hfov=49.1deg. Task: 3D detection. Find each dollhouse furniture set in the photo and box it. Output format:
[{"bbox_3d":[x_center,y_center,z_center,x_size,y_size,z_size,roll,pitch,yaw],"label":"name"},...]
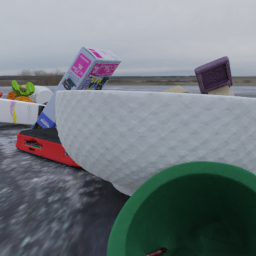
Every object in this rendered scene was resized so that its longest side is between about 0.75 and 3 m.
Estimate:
[{"bbox_3d":[1.840,0.030,7.795,2.966,2.350,2.105,-20,49,12],"label":"dollhouse furniture set"}]

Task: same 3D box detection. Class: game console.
[{"bbox_3d":[-0.848,0.305,6.025,2.589,0.402,2.290,9,9,39],"label":"game console"}]

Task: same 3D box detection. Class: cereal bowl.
[{"bbox_3d":[0.529,0.190,3.715,2.928,1.219,2.928,2,4,0],"label":"cereal bowl"}]

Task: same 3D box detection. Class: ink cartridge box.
[{"bbox_3d":[-1.394,-0.860,7.581,0.586,2.790,1.665,43,22,7],"label":"ink cartridge box"},{"bbox_3d":[-3.488,-0.502,8.491,1.991,0.670,1.166,5,4,-37],"label":"ink cartridge box"}]

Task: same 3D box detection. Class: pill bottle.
[{"bbox_3d":[-3.970,-1.343,12.676,1.083,1.083,1.894,-7,12,-32],"label":"pill bottle"}]

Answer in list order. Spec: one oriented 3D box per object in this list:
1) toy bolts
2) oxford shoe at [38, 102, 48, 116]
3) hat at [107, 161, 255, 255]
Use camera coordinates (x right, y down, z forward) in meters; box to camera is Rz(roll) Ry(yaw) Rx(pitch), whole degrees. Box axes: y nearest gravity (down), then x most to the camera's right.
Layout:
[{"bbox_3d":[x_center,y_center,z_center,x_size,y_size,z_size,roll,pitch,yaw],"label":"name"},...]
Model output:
[{"bbox_3d":[-4.843,-0.885,11.175,2.089,1.449,1.996,4,46,-40],"label":"toy bolts"},{"bbox_3d":[-2.649,-0.843,10.963,2.073,0.753,0.875,-10,13,-43],"label":"oxford shoe"},{"bbox_3d":[0.653,1.097,2.255,1.233,1.310,1.488,20,53,35],"label":"hat"}]
